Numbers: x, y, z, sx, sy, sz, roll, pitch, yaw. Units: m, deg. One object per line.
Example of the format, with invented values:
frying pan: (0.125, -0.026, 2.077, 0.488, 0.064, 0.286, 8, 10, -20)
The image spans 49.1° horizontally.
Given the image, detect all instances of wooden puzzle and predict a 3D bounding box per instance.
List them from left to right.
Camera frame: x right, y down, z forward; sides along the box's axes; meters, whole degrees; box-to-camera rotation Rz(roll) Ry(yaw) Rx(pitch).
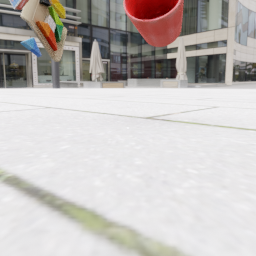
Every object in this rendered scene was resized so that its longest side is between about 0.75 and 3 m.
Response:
wooden puzzle: (-2.462, -3.245, 8.651, 0.336, 2.876, 1.940, -10, -27, 18)

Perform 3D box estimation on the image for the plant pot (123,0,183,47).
plant pot: (0.853, -3.238, 8.038, 1.643, 1.643, 1.454, 3, -18, 20)

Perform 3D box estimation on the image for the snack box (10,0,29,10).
snack box: (-2.127, -3.556, 6.227, 2.011, 0.723, 0.245, -27, 2, 36)
